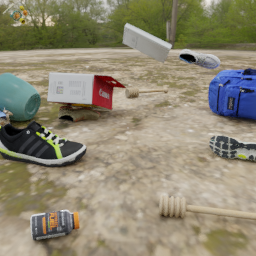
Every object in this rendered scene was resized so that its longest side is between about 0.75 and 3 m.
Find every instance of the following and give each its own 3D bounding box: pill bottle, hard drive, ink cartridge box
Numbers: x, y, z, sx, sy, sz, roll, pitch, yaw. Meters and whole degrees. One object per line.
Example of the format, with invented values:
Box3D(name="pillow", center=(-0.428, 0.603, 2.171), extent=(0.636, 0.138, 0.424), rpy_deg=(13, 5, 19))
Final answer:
Box3D(name="pill bottle", center=(-1.404, 1.872, 5.467), extent=(0.902, 0.479, 0.479), rpy_deg=(-5, 21, -14))
Box3D(name="hard drive", center=(0.803, -3.702, 12.365), extent=(2.130, 0.280, 1.404), rpy_deg=(26, -13, 2))
Box3D(name="ink cartridge box", center=(-1.631, -1.505, 12.245), extent=(2.581, 1.233, 2.940), rpy_deg=(5, 0, 13))

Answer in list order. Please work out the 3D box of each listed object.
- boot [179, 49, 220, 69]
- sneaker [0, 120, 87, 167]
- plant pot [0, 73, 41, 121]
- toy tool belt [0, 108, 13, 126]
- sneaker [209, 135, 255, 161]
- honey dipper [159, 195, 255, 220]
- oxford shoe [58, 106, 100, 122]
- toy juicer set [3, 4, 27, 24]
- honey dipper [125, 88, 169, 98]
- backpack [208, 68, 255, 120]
Box3D(name="boot", center=(3.141, -2.991, 12.450), extent=(1.838, 0.676, 0.879), rpy_deg=(17, 29, 13))
Box3D(name="sneaker", center=(-2.703, 0.394, 8.446), extent=(2.884, 1.194, 1.034), rpy_deg=(3, 20, 7))
Box3D(name="plant pot", center=(-4.712, -1.182, 11.951), extent=(1.544, 1.924, 1.924), rpy_deg=(22, 25, 10))
Box3D(name="toy tool belt", center=(-4.926, -0.338, 10.824), extent=(0.948, 0.933, 1.518), rpy_deg=(-18, 27, -40))
Box3D(name="sneaker", center=(3.430, 0.677, 8.787), extent=(1.755, 0.680, 0.699), rpy_deg=(14, 4, 25))
Box3D(name="honey dipper", center=(1.842, 1.749, 5.923), extent=(2.352, 0.447, 0.447), rpy_deg=(4, 20, 6))
Box3D(name="oxford shoe", center=(-2.096, -0.483, 12.018), extent=(1.781, 0.627, 0.666), rpy_deg=(4, 51, -1))
Box3D(name="toy juicer set", center=(-3.557, -3.713, 9.037), extent=(0.219, 0.511, 0.804), rpy_deg=(42, 15, 21))
Box3D(name="honey dipper", center=(1.183, -2.138, 16.466), extent=(2.893, 0.549, 0.549), rpy_deg=(-8, 21, -31))
Box3D(name="backpack", center=(4.866, -1.510, 12.299), extent=(2.637, 2.143, 2.213), rpy_deg=(13, 26, 30))
